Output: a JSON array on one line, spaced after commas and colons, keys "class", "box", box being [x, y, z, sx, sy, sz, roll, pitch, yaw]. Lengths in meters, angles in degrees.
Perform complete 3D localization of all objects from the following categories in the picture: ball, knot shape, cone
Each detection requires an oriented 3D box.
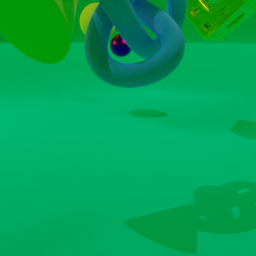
[{"class": "ball", "box": [-0.216, -2.623, 8.910, 0.724, 0.724, 0.724, 0, 19, 0]}, {"class": "knot shape", "box": [0.079, -1.314, 3.569, 1.888, 1.767, 0.872, 13, -24, -31]}, {"class": "ball", "box": [-0.947, -3.324, 8.795, 1.117, 1.117, 1.117, 0, 19, 0]}, {"class": "cone", "box": [-0.834, -1.488, 3.230, 1.058, 1.058, 1.062, 10, 50, 28]}]

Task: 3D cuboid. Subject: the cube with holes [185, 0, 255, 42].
[{"class": "cube with holes", "box": [2.226, -3.143, 6.888, 1.378, 1.378, 1.378, -41, -11, 33]}]
